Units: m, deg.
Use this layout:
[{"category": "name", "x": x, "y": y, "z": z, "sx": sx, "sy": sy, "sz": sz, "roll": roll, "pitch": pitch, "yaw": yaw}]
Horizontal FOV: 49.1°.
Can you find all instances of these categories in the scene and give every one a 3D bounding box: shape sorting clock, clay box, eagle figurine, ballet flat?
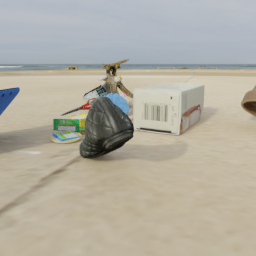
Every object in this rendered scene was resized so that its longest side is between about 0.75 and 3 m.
[{"category": "shape sorting clock", "x": -1.587, "y": 0.240, "z": 7.206, "sx": 0.785, "sy": 0.154, "sz": 0.785, "roll": 4, "pitch": 17, "yaw": -1}, {"category": "clay box", "x": -1.367, "y": -0.187, "z": 8.345, "sx": 0.913, "sy": 0.378, "sz": 1.589, "roll": 2, "pitch": 7, "yaw": 24}, {"category": "eagle figurine", "x": -0.462, "y": -1.840, "z": 12.397, "sx": 1.672, "sy": 2.203, "sz": 1.663, "roll": -19, "pitch": -1, "yaw": 14}, {"category": "ballet flat", "x": -0.459, "y": 0.096, "z": 5.091, "sx": 0.851, "sy": 0.727, "sz": 2.560, "roll": -21, "pitch": -7, "yaw": -20}]

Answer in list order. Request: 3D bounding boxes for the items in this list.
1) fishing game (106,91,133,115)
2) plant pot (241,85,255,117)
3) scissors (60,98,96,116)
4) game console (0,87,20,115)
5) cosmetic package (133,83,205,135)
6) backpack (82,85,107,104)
[{"category": "fishing game", "x": -0.408, "y": -0.863, "z": 10.506, "sx": 1.466, "sy": 1.050, "sz": 0.228, "roll": -29, "pitch": -14, "yaw": -43}, {"category": "plant pot", "x": 4.431, "y": -1.094, "z": 8.192, "sx": 1.754, "sy": 1.530, "sz": 1.754, "roll": 23, "pitch": -5, "yaw": 2}, {"category": "scissors", "x": -1.499, "y": -0.681, "z": 8.949, "sx": 1.364, "sy": 0.499, "sz": 0.095, "roll": -7, "pitch": 15, "yaw": -23}, {"category": "game console", "x": -3.861, "y": -0.307, "z": 6.237, "sx": 2.157, "sy": 1.495, "sz": 2.527, "roll": 8, "pitch": 9, "yaw": -8}, {"category": "cosmetic package", "x": 1.413, "y": -0.732, "z": 8.982, "sx": 1.486, "sy": 1.254, "sz": 2.875, "roll": 7, "pitch": 15, "yaw": 28}, {"category": "backpack", "x": -1.347, "y": -1.239, "z": 11.167, "sx": 0.881, "sy": 0.663, "sz": 0.782, "roll": -29, "pitch": 5, "yaw": -35}]
